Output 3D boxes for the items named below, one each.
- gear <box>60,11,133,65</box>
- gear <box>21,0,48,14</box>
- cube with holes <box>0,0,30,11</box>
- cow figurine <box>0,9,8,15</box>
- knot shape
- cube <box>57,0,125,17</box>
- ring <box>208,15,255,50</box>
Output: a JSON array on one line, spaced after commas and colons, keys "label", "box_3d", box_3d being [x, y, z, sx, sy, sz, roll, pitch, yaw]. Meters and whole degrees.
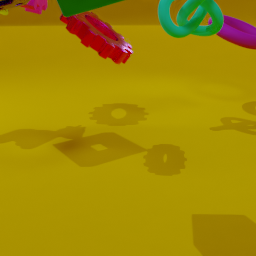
[{"label": "gear", "box_3d": [-0.512, -1.614, 4.793, 1.316, 0.243, 1.316, 32, 25, -18]}, {"label": "gear", "box_3d": [-2.240, -3.908, 6.901, 0.368, 1.990, 1.990, 12, 22, -4]}, {"label": "cube with holes", "box_3d": [-2.453, -2.803, 4.878, 1.217, 1.217, 1.217, -29, 20, -27]}, {"label": "cow figurine", "box_3d": [-3.388, -2.286, 5.870, 0.913, 1.664, 1.637, 44, 41, 8]}, {"label": "knot shape", "box_3d": [1.566, -2.607, 6.369, 1.627, 1.522, 0.752, -32, 57, 15]}, {"label": "cube", "box_3d": [-0.367, -1.559, 2.493, 0.702, 0.702, 0.702, -13, 50, 6]}, {"label": "ring", "box_3d": [3.057, -2.693, 7.809, 1.722, 0.344, 1.722, 13, 37, -10]}]
